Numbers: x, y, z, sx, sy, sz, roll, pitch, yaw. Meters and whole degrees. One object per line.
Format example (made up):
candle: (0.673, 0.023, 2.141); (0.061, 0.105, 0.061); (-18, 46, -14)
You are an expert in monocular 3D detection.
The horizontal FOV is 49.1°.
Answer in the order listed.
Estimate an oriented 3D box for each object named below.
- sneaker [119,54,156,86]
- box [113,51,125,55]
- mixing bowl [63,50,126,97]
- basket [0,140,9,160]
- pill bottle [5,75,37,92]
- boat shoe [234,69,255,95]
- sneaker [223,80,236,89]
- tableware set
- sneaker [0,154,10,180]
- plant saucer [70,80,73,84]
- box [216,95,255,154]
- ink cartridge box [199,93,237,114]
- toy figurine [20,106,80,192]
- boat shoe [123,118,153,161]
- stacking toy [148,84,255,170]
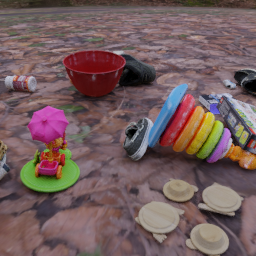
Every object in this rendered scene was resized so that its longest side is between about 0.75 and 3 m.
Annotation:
sneaker: (-0.192, -2.831, 13.466); (1.636, 1.092, 2.856); (-17, 38, -40)
box: (-0.462, -3.967, 16.079); (0.664, 0.553, 1.616); (-5, 29, -9)
mixing bowl: (-1.420, -2.225, 11.952); (2.571, 1.392, 2.571); (2, 34, -2)
basket: (-4.722, 0.355, 6.069); (2.992, 2.229, 2.135); (8, 51, 19)
pill bottle: (-4.738, -1.975, 12.373); (1.210, 0.663, 0.663); (6, 30, 9)
boat shoe: (5.361, -2.021, 12.243); (0.807, 0.857, 2.386); (-4, 31, -16)
sneaker: (4.564, -1.988, 12.811); (0.332, 0.287, 0.766); (-18, 33, -19)
tableware set: (1.368, 1.770, 6.052); (1.845, 0.256, 2.209); (15, 33, 27)
sneaker: (-3.591, 0.749, 7.400); (0.648, 0.668, 1.829); (-34, 51, -17)
plant saucer: (-2.026, -2.431, 13.621); (1.607, 0.259, 1.607); (-1, 29, 0)
box: (3.810, -0.054, 8.473); (1.580, 0.499, 2.871); (18, 26, -6)
ink cartridge box: (3.641, -0.968, 10.956); (1.308, 0.287, 1.321); (-5, 30, -10)
toy figurine: (-1.873, 0.277, 7.004); (1.465, 1.796, 1.951); (6, 27, -4)
boat shoe: (0.278, 0.136, 8.330); (0.694, 0.625, 1.962); (-38, 17, 26)
stacking toy: (2.183, 0.287, 7.641); (2.972, 1.631, 1.725); (29, 38, 6)
